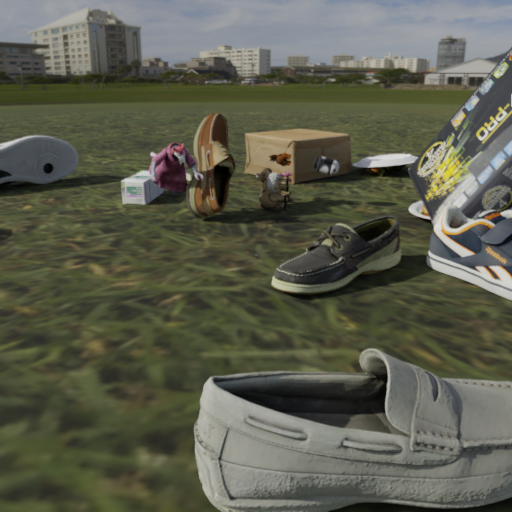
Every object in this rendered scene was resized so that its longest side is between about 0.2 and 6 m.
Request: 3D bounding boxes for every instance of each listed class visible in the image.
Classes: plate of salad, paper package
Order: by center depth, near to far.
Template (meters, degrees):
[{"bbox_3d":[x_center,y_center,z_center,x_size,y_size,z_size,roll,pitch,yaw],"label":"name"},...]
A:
[{"bbox_3d":[3.916,-1.007,10.584,1.999,0.480,1.999,-6,17,2],"label":"plate of salad"},{"bbox_3d":[1.074,-2.691,14.824,2.127,1.100,2.028,-16,24,-38],"label":"paper package"},{"bbox_3d":[3.542,-2.457,15.175,1.832,0.440,1.832,-7,14,2],"label":"plate of salad"}]

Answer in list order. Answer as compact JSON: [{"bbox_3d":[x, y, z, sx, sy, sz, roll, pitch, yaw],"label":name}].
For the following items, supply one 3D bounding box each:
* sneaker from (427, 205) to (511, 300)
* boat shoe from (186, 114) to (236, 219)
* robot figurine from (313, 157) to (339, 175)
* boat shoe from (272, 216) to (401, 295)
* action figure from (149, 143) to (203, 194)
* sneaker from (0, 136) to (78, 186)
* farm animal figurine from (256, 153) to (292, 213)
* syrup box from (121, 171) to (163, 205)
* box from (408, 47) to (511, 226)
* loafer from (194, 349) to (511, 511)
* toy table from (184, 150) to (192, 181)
[{"bbox_3d":[3.277,-0.032,7.216,0.944,0.955,2.406,-13,24,-37],"label":"sneaker"},{"bbox_3d":[-0.724,-1.687,10.536,0.755,2.043,0.773,-3,-15,35],"label":"boat shoe"},{"bbox_3d":[1.400,-1.800,11.227,0.510,0.318,0.383,18,16,8],"label":"robot figurine"},{"bbox_3d":[1.134,-0.078,7.591,2.306,0.758,0.824,-15,23,-37],"label":"boat shoe"},{"bbox_3d":[-1.429,-1.685,10.034,0.895,0.994,1.336,7,-25,-17],"label":"action figure"},{"bbox_3d":[-6.197,-2.341,13.630,1.810,1.182,3.236,17,26,39],"label":"sneaker"},{"bbox_3d":[0.328,-1.411,11.437,0.695,1.333,1.318,5,48,7],"label":"farm animal figurine"},{"bbox_3d":[-2.458,-1.495,12.182,0.505,0.522,1.282,2,18,8],"label":"syrup box"},{"bbox_3d":[3.786,-1.808,8.820,0.715,2.910,2.346,27,31,-18],"label":"box"},{"bbox_3d":[0.936,1.113,3.777,2.684,0.937,0.939,-4,19,-11],"label":"loafer"},{"bbox_3d":[-1.874,-2.270,14.234,0.501,0.786,0.855,-6,14,30],"label":"toy table"}]
